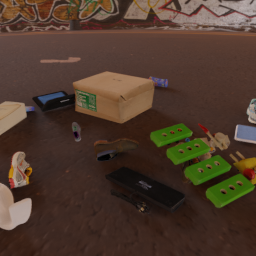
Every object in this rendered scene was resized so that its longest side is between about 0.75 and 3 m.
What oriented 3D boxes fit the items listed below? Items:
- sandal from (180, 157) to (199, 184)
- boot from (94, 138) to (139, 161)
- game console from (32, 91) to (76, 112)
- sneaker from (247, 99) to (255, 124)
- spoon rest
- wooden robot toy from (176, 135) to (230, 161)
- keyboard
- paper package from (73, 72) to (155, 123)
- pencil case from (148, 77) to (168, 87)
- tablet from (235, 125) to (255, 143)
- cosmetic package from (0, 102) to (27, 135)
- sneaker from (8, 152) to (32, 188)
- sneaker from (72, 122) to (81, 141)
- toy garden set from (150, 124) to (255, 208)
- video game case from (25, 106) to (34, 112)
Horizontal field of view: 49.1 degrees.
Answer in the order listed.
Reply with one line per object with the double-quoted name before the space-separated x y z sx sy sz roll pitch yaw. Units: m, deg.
"sandal" 1.881 1.082 8.309 0.453 0.677 1.658 18 24 -1
"boot" -0.375 0.778 9.233 1.509 0.564 0.731 -3 41 1
"game console" -3.386 -1.504 13.278 1.778 1.035 1.563 -21 -8 -36
"sneaker" 5.518 -0.726 11.987 0.705 0.784 1.817 3 25 6
"spoon rest" -3.163 1.843 6.715 2.500 0.758 1.242 4 15 41
"wooden robot toy" 2.485 0.795 9.146 1.848 0.814 0.839 -6 61 -14
"keyboard" 0.281 1.687 7.467 2.252 0.232 1.431 19 24 36
"paper package" -0.656 -1.504 12.889 2.789 1.443 2.658 17 30 31
"pencil case" 1.781 -2.751 16.705 1.236 0.482 0.537 13 46 24
"tablet" 5.158 0.340 10.452 2.162 0.148 1.407 11 27 20
"cosmetic package" -5.135 -0.427 11.459 0.993 0.701 1.918 5 26 11
"sneaker" -3.108 1.218 8.199 0.587 0.556 1.429 -2 34 -15
"sneaker" -1.793 0.073 9.687 0.281 0.331 0.756 -17 66 -4
"toy garden set" 2.379 0.897 8.135 2.373 0.568 2.846 -15 44 -30
"video game case" -4.802 -0.872 12.759 0.751 0.188 0.828 2 8 7
